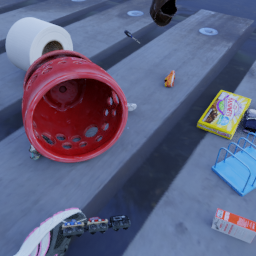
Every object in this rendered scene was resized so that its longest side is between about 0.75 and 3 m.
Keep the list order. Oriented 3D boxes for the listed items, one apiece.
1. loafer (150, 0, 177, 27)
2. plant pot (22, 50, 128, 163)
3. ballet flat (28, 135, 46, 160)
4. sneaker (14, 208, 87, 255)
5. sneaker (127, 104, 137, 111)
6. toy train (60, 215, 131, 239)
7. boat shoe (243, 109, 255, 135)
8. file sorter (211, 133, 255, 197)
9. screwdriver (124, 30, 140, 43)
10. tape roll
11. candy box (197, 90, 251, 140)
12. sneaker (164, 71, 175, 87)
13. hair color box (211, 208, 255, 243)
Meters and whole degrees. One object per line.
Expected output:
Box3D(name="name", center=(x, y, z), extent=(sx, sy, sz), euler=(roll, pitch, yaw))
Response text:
Box3D(name="loafer", center=(1.435, -4.715, 11.138), extent=(0.966, 2.644, 0.939), euler=(-22, 79, 3))
Box3D(name="plant pot", center=(-1.834, -0.815, 8.900), extent=(2.993, 2.993, 2.725), euler=(-15, 34, -17))
Box3D(name="ballet flat", center=(-2.983, 0.455, 9.240), extent=(0.463, 0.463, 1.288), euler=(-2, 41, -2))
Box3D(name="sneaker", center=(-1.909, 3.039, 6.019), extent=(1.239, 1.153, 2.869), euler=(42, 57, 16))
Box3D(name="sneaker", center=(-0.103, -0.884, 10.872), extent=(0.821, 0.309, 0.472), euler=(-12, 45, -8))
Box3D(name="toy train", center=(-0.535, 1.604, 4.645), extent=(1.181, 0.201, 0.270), euler=(-2, 36, -19))
Box3D(name="boat shoe", center=(4.905, 0.001, 9.713), extent=(1.832, 0.684, 0.849), euler=(16, 57, 20))
Box3D(name="file sorter", center=(3.602, 0.911, 8.246), extent=(1.744, 1.070, 1.210), euler=(-23, 45, -23))
Box3D(name="screwdriver", center=(0.184, -3.277, 10.247), extent=(0.156, 1.121, 0.163), euler=(2, 80, 31))
Box3D(name="tape roll", center=(-3.814, -3.443, 12.247), extent=(1.637, 2.384, 2.384), euler=(27, 48, 27))
Box3D(name="candy box", center=(3.654, -0.577, 10.514), extent=(1.262, 0.326, 2.468), euler=(25, 47, 22))
Box3D(name="sneaker", center=(1.841, -2.205, 12.329), extent=(0.447, 0.423, 1.159), euler=(3, 37, 17))
Box3D(name="hair color box", center=(2.616, 2.411, 6.925), extent=(0.965, 0.535, 0.309), euler=(17, 43, 18))
